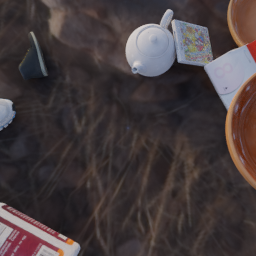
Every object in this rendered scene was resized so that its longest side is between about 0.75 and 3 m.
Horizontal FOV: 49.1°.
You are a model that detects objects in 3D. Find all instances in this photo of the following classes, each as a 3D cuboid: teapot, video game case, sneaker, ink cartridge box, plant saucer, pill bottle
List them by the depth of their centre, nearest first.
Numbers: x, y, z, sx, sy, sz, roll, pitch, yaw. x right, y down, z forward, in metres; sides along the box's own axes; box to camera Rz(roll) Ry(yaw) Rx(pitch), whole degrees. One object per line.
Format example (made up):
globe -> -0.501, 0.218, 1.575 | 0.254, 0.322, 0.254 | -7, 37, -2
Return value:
plant saucer -> 2.144, 0.059, 3.435 | 1.857, 0.300, 1.857 | -1, 78, 4
pill bottle -> -2.658, 2.677, 6.119 | 2.847, 1.625, 1.625 | 27, 82, 4
sneaker -> -4.004, -0.278, 6.931 | 2.304, 0.998, 0.864 | -13, 80, -3
ink cartridge box -> 3.119, -1.351, 7.022 | 1.887, 0.538, 1.534 | -29, 87, 19
teapot -> 0.627, -2.109, 7.178 | 1.441, 1.067, 1.460 | -15, 80, -3
video game case -> 1.721, -2.199, 7.349 | 1.236, 0.141, 1.125 | -1, 79, -33
sneaker -> -2.630, -1.916, 7.440 | 0.670, 0.472, 1.262 | -16, 83, -5
plant saucer -> 4.048, -2.924, 7.590 | 2.788, 0.522, 2.788 | 0, 82, -1
